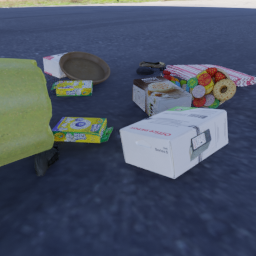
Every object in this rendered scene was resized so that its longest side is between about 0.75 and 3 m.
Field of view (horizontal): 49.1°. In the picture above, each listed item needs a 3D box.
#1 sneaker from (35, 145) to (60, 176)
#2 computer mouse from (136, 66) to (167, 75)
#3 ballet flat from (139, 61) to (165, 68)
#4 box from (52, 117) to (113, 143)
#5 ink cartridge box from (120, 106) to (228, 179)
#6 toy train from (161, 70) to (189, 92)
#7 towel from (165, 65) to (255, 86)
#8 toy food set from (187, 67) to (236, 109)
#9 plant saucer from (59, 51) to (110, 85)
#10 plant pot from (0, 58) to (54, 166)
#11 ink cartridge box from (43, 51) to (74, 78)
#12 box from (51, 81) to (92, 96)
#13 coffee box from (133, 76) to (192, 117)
[{"bbox_3d":[-1.642,0.600,5.717,0.474,0.396,1.044,1,29,-10],"label":"sneaker"},{"bbox_3d":[1.116,-2.431,11.532,1.650,0.281,0.484,-11,29,-20],"label":"computer mouse"},{"bbox_3d":[1.063,-2.794,12.223,1.145,0.265,0.386,0,28,0],"label":"ballet flat"},{"bbox_3d":[-1.067,0.039,6.791,1.341,0.324,0.787,3,28,7],"label":"box"},{"bbox_3d":[0.967,0.182,5.755,1.849,0.777,1.345,-23,22,-37],"label":"ink cartridge box"},{"bbox_3d":[1.585,-1.586,9.621,0.911,0.667,1.575,12,28,0],"label":"toy train"},{"bbox_3d":[3.020,-1.905,10.303,2.831,0.424,2.072,-8,29,-31],"label":"towel"},{"bbox_3d":[2.152,-1.053,7.380,0.280,1.141,1.153,20,41,-57],"label":"toy food set"},{"bbox_3d":[-1.619,-2.233,10.504,1.925,0.284,1.925,12,44,-12],"label":"plant saucer"},{"bbox_3d":[-2.686,-0.231,4.888,2.424,2.636,2.636,-12,30,-24],"label":"plant pot"},{"bbox_3d":[-2.476,-2.623,11.477,1.150,0.670,1.579,24,35,37],"label":"ink cartridge box"},{"bbox_3d":[-1.876,-1.338,9.434,1.322,0.320,0.776,1,28,-4],"label":"box"},{"bbox_3d":[0.915,-0.877,8.119,1.022,0.712,1.787,-11,30,-19],"label":"coffee box"}]
